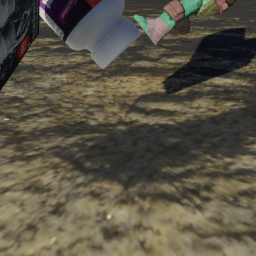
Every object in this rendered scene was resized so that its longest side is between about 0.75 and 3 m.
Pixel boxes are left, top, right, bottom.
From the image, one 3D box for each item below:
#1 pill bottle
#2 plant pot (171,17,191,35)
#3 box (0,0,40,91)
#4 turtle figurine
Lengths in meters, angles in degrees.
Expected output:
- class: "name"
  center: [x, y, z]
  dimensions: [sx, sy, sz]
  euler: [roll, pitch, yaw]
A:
- class: "pill bottle"
  center: [-1.130, -2.816, 6.201]
  dimensions: [1.649, 2.960, 1.649]
  euler: [-41, 11, 10]
- class: "plant pot"
  center: [1.666, -3.506, 9.074]
  dimensions: [0.956, 0.441, 0.956]
  euler: [13, 51, -16]
- class: "box"
  center: [-2.060, -1.534, 3.731]
  dimensions: [1.078, 2.072, 1.886]
  euler: [25, 63, -7]
- class: "turtle figurine"
  center: [1.093, -2.119, 4.060]
  dimensions: [1.084, 2.154, 1.612]
  euler: [53, 15, 5]
